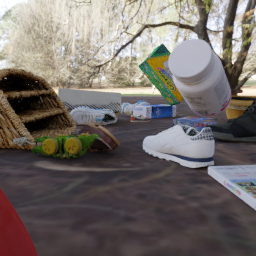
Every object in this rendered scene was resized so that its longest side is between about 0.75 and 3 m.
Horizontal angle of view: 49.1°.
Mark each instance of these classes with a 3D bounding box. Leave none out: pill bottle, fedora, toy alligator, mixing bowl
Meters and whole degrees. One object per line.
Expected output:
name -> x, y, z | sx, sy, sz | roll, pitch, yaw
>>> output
pill bottle -> 2.309, -1.508, 8.868 | 1.495, 1.495, 2.637 | 5, -18, 30
fedora -> 5.286, -0.850, 12.899 | 2.739, 1.117, 2.739 | 0, 12, 0
toy alligator -> -1.636, 0.438, 6.353 | 2.145, 0.515, 0.711 | -3, 7, 20
mixing bowl -> -1.503, 0.808, 1.707 | 2.024, 1.096, 2.024 | 1, 8, 0

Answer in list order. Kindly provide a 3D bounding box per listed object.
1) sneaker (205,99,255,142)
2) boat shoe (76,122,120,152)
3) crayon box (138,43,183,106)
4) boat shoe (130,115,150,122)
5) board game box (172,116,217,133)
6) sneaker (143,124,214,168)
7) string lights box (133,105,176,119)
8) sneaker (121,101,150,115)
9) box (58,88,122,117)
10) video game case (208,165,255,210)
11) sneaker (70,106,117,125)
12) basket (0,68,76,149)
sneaker -> 3.421, -0.264, 8.236 | 2.351, 1.347, 0.899 | -1, 6, 9
boat shoe -> -0.810, 0.315, 6.986 | 0.649, 0.649, 1.845 | -43, 20, -15
crayon box -> 1.521, -2.060, 10.934 | 1.243, 2.093, 0.610 | -51, 17, -28
boat shoe -> 0.577, -0.458, 13.026 | 0.974, 0.305, 0.347 | -1, 7, -17
board game box -> 2.589, -0.102, 10.052 | 1.472, 0.454, 1.472 | 7, 11, 37
sneaker -> 1.076, 0.294, 6.204 | 0.763, 0.804, 1.996 | -9, 10, -36
string lights box -> 1.416, -0.887, 14.792 | 2.127, 0.627, 1.093 | -6, 10, -36
sneaker -> 0.630, -0.979, 15.541 | 0.963, 0.833, 2.222 | 23, 25, 39
box -> -1.811, -1.142, 13.053 | 2.894, 0.989, 1.189 | 1, -12, -14
video game case -> 2.192, 0.890, 4.299 | 1.288, 0.162, 1.799 | -1, 8, -7
sneaker -> -1.403, -0.459, 11.618 | 2.088, 0.783, 0.905 | -3, 14, -21
basket -> -3.012, -0.680, 8.201 | 2.226, 2.132, 2.987 | 1, 9, 12
